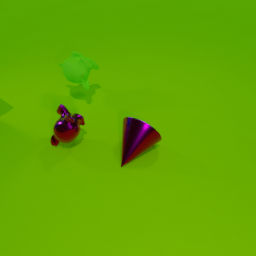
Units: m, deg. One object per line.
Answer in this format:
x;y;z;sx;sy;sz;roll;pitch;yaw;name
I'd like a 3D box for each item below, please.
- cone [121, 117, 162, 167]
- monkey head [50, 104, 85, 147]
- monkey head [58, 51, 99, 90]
0.102;0.510;7.179;1.146;1.146;1.151;21;70;24;cone
-1.677;-0.109;7.366;0.981;1.364;0.822;46;42;2;monkey head
-1.488;-1.831;8.825;1.517;0.914;1.091;43;20;27;monkey head
